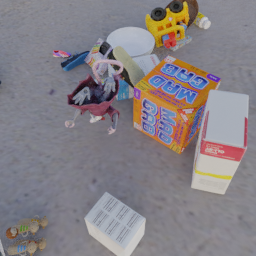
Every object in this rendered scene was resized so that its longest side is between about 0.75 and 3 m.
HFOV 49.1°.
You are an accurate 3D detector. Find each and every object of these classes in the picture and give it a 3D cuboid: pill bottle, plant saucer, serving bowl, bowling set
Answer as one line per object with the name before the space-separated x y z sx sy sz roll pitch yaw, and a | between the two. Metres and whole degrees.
pill bottle | 4.036 -5.958 15.527 0.619 0.619 1.112 -26 57 -19
plant saucer | 2.735 -5.855 14.761 2.224 0.407 2.224 -12 69 33
serving bowl | 0.136 -4.009 13.876 2.364 0.777 2.364 -1 51 1
bowling set | -2.873 3.215 7.976 0.924 1.198 1.721 -4 56 -5

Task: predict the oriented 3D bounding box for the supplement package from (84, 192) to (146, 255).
supplement package | -0.348 2.857 8.106 1.394 1.333 1.026 29 57 21

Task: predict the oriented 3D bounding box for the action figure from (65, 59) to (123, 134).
action figure | -1.181 -0.953 9.830 1.908 2.848 2.121 11 78 2

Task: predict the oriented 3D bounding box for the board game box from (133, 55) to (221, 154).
board game box | 1.731 -0.896 10.488 2.229 2.227 2.228 31 58 22

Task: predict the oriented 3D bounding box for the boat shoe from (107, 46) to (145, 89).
boat shoe | 0.013 -2.172 10.835 2.077 0.651 0.760 50 56 -14

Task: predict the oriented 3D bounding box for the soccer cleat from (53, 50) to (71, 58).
soccer cleat | -3.283 -3.702 13.926 0.900 0.329 0.307 3 52 2

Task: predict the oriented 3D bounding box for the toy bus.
toy bus | 2.166 -4.920 13.912 2.152 1.460 2.065 -19 69 4

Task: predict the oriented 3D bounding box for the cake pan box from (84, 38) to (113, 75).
cake pan box | -1.258 -3.366 13.177 1.379 0.361 1.270 -50 62 13

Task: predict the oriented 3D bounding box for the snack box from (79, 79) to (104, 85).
snack box | -1.541 -1.513 12.123 1.106 0.444 1.312 -4 53 -2

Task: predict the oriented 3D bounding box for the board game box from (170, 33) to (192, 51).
board game box | 2.562 -4.602 14.699 1.342 0.230 0.902 -33 59 -23

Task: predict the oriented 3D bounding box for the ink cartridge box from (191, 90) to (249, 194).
ink cartridge box | 2.862 0.541 8.989 1.187 2.846 2.066 10 52 12

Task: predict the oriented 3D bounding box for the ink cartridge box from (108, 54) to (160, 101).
ink cartridge box | 0.398 -2.268 12.389 2.261 0.957 1.634 -13 53 -8

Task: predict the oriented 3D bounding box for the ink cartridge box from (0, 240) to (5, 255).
ink cartridge box | -4.223 4.038 7.308 1.935 1.117 2.660 -25 56 -18

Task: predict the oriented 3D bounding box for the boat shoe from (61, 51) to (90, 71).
boat shoe | -2.506 -3.350 13.433 1.603 0.675 0.550 -32 64 -26
